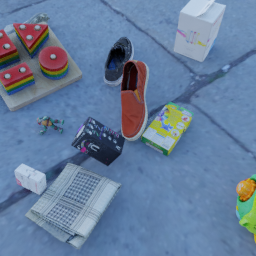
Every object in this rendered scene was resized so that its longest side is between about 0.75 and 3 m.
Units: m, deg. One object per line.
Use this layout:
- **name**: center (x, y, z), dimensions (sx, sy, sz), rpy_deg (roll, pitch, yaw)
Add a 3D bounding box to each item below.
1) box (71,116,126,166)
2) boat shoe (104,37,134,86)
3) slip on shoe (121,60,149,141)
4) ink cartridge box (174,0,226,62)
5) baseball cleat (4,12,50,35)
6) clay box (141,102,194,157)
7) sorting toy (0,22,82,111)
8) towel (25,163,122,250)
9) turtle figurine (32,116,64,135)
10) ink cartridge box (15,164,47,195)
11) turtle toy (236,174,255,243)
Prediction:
- **box**: center (-0.801, 0.382, 7.724), dimensions (1.228, 0.751, 0.651), rpy_deg (31, 41, -16)
- **boat shoe**: center (-0.362, -2.680, 10.325), dimensions (0.883, 0.836, 2.524), rpy_deg (13, 55, 10)
- **slip on shoe**: center (0.104, -0.882, 8.588), dimensions (0.947, 0.782, 2.556), rpy_deg (0, 81, 37)
- **ink cartridge box**: center (2.639, -3.764, 10.391), dimensions (1.247, 1.992, 1.280), rpy_deg (26, 58, 18)
- **baseball cleat**: center (-4.245, -4.153, 11.443), dimensions (1.155, 0.757, 2.170), rpy_deg (25, 57, 16)
- **clay box**: center (1.255, -0.019, 8.680), dimensions (0.957, 0.396, 1.666), rpy_deg (30, 60, 19)
- **sorting toy**: center (-3.462, -2.446, 9.669), dimensions (2.763, 0.967, 2.780), rpy_deg (-31, 74, -20)
- **towel**: center (-1.406, 1.851, 7.143), dimensions (1.856, 0.333, 1.927), rpy_deg (18, 54, 26)
- **turtle figurine**: center (-2.486, -0.140, 8.634), dimensions (0.975, 0.730, 0.491), rpy_deg (10, 45, -6)
- **ink cartridge box**: center (-2.610, 1.385, 7.547), dimensions (0.781, 0.572, 0.323), rpy_deg (21, 41, 14)
- **turtle toy**: center (3.565, 1.603, 6.858), dimensions (2.506, 1.826, 1.267), rpy_deg (-28, 38, -20)
